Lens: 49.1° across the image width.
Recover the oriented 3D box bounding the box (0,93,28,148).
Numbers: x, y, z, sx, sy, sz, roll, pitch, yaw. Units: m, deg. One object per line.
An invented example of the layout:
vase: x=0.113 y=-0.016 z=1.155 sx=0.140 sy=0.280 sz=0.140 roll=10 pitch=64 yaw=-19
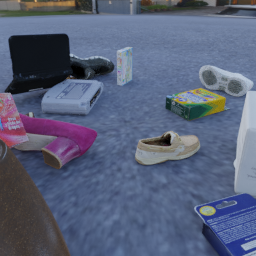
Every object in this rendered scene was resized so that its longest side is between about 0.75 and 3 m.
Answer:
box: x=-3.598 y=0.126 z=5.751 sx=1.371 sy=1.265 sz=2.672 roll=-20 pitch=1 yaw=22

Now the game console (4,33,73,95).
game console: x=-3.430 y=-2.372 z=10.541 sx=2.377 sy=1.384 sz=2.091 roll=-20 pitch=-4 yaw=-42

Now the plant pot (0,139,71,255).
plant pot: x=-1.803 y=1.333 z=3.348 sx=2.180 sy=2.332 sz=2.180 roll=-1 pitch=27 yaw=0

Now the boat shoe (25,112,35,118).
boat shoe: x=-2.837 y=-0.007 z=7.992 sx=0.400 sy=0.399 sz=1.081 roll=-12 pitch=43 yaw=-14

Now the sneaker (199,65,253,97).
sneaker: x=4.096 y=-1.990 z=11.748 sx=1.180 sy=0.925 sz=2.374 roll=-15 pitch=39 yaw=-40

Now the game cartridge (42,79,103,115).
game cartridge: x=-2.064 y=-1.206 z=10.456 sx=1.797 sy=0.552 sz=2.700 roll=7 pitch=27 yaw=6

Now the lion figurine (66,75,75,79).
lion figurine: x=-2.953 y=-2.504 z=13.109 sx=1.079 sy=0.391 sz=0.661 roll=23 pitch=37 yaw=29

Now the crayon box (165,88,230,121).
crayon box: x=2.463 y=-0.896 z=9.799 sx=1.969 sy=0.508 sz=1.238 roll=-15 pitch=30 yaw=-28

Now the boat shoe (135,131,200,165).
boat shoe: x=1.059 y=0.412 z=7.055 sx=1.840 sy=0.636 sz=0.678 roll=-13 pitch=29 yaw=-24

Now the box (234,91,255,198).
box: x=3.684 y=0.388 z=6.074 sx=2.397 sy=1.567 sz=2.385 roll=10 pitch=28 yaw=18

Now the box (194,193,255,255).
box: x=2.113 y=1.897 z=4.428 sx=1.273 sy=0.340 sz=2.101 roll=-9 pitch=30 yaw=-19

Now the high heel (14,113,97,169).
high heel: x=-2.275 y=-0.028 z=7.429 sx=2.923 sy=0.984 sz=1.402 roll=21 pitch=41 yaw=29

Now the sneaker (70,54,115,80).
sneaker: x=-1.868 y=-2.710 z=13.021 sx=2.886 sy=0.959 sz=1.306 roll=1 pitch=47 yaw=-31

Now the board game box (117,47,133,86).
board game box: x=-0.133 y=-2.725 z=12.348 sx=0.254 sy=1.483 sz=0.997 roll=14 pitch=29 yaw=24
